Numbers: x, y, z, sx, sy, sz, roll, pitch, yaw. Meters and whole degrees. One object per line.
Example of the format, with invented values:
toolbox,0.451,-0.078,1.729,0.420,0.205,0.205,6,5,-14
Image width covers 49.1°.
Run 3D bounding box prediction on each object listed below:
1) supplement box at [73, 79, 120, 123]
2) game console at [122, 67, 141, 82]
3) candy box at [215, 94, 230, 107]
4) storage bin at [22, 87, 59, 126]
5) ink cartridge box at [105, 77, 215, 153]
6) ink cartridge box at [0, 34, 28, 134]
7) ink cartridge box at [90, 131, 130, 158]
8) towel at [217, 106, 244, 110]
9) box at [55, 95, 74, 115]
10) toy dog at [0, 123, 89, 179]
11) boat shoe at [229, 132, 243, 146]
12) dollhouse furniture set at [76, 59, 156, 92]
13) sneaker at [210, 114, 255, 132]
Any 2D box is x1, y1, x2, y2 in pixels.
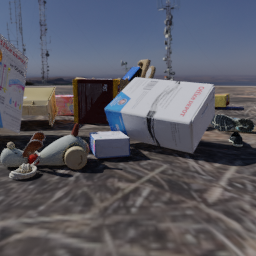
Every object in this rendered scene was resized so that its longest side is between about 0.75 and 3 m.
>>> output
supplement box,-1.030,-0.939,9.552,1.479,1.459,0.982,0,11,2
game console,0.082,-2.027,13.931,1.092,1.845,1.575,41,-4,-22
candy box,3.844,-1.354,13.879,2.124,0.600,1.239,3,10,27
storage bin,-3.368,-0.701,9.183,1.890,0.886,1.876,-1,23,-7
ink cartridge box,0.743,-0.367,6.211,1.996,0.841,1.443,12,44,31
ink cartridge box,-3.617,-1.195,6.851,1.551,2.476,1.592,-1,-14,11
ink cartridge box,-0.410,0.305,5.803,0.700,0.392,1.026,-2,10,-14
towel,4.923,-0.963,13.468,1.029,0.123,0.745,-3,9,-24
box,-2.227,-0.969,11.611,1.613,0.763,0.828,-3,11,-16
toy dog,-1.375,0.302,4.891,1.545,0.744,1.019,-6,12,-29
boat shoe,2.555,0.226,6.617,0.295,0.261,0.788,3,11,18
dollhouse furniture set,-0.498,-2.353,12.180,2.947,2.401,2.802,18,4,-22
sneaker,3.010,-0.090,8.116,1.213,0.471,0.524,13,3,27
